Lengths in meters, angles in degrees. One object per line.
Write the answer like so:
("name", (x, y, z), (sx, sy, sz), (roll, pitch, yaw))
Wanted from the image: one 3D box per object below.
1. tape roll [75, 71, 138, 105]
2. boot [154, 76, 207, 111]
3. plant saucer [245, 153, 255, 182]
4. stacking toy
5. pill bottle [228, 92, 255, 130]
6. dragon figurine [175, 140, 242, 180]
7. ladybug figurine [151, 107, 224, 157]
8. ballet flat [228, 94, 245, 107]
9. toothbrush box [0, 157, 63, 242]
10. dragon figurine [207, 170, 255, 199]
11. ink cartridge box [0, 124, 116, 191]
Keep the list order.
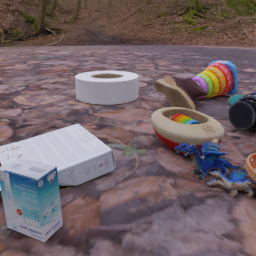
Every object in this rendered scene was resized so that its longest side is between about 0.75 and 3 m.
("tape roll", (-0.893, -1.816, 12.192), (2.757, 0.964, 2.757), (0, 20, 0))
("boot", (2.294, -1.260, 10.390), (1.942, 0.845, 2.334), (-8, 41, -31))
("plant saucer", (3.127, 0.991, 5.133), (1.891, 0.305, 1.891), (8, 20, -3))
("stacking toy", (3.241, -1.810, 12.016), (2.734, 1.500, 1.587), (-24, 25, -23))
("pill bottle", (3.968, -0.548, 8.499), (1.983, 1.109, 1.109), (-15, 25, -37))
("dragon figurine", (1.764, 0.606, 5.800), (1.588, 0.790, 0.467), (-2, 21, -7))
("ladybug figurine", (1.459, 0.095, 7.135), (1.562, 0.828, 2.301), (-7, 21, -19))
("ballet flat", (4.592, -0.727, 9.817), (2.052, 0.725, 0.725), (13, 24, 34))
("toothbrush box", (-1.446, 1.052, 4.191), (0.770, 1.052, 0.448), (10, 23, 24))
("dragon figurine", (2.120, 1.026, 5.295), (1.178, 0.347, 0.586), (-1, 20, 2))
("ink cartridge box", (-1.769, 0.714, 6.046), (2.410, 0.688, 1.959), (-22, 28, -24))
